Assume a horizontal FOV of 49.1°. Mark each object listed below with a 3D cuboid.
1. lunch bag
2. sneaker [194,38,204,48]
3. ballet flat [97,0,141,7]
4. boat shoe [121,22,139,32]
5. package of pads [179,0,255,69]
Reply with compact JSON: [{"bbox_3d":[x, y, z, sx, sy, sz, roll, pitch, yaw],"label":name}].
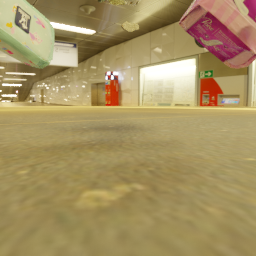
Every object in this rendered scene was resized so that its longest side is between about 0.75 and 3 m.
[{"bbox_3d":[-2.812,-2.444,6.375,2.266,1.382,1.930,49,8,36],"label":"lunch bag"},{"bbox_3d":[2.556,-3.148,8.486,0.934,2.507,1.061,27,-29,3],"label":"sneaker"},{"bbox_3d":[-0.084,-2.681,5.324,0.785,0.785,2.115,-4,25,-33],"label":"ballet flat"},{"bbox_3d":[0.026,-4.024,11.215,0.332,0.385,1.060,-3,15,38],"label":"boat shoe"},{"bbox_3d":[2.212,-2.476,5.238,1.473,2.445,0.925,36,-14,-10],"label":"package of pads"}]
